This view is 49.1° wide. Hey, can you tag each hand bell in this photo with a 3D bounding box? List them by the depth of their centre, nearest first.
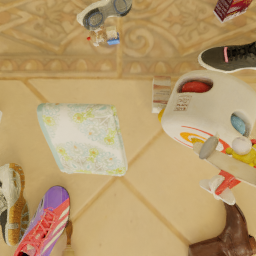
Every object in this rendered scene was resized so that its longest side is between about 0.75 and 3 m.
[{"bbox_3d":[-1.686,3.281,8.010,0.620,0.620,1.191,-1,61,0],"label":"hand bell"}]

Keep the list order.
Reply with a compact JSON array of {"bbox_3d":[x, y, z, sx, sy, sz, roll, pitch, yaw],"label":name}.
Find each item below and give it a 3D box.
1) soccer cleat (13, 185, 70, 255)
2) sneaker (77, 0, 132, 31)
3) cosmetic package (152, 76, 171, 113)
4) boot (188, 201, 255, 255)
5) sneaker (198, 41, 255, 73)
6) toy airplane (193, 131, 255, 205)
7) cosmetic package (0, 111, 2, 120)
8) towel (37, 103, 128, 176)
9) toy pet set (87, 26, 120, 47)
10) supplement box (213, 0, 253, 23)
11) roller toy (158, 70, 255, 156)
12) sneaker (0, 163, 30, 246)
[{"bbox_3d":[-2.432,2.997,7.727,0.995,1.067,2.916,20,74,6],"label":"soccer cleat"},{"bbox_3d":[-0.842,-4.311,10.043,2.300,0.857,1.002,-32,45,-22],"label":"sneaker"},{"bbox_3d":[1.101,-1.102,9.252,0.598,0.505,1.158,2,73,0],"label":"cosmetic package"},{"bbox_3d":[2.442,3.073,7.994,1.966,0.631,1.832,-22,69,0],"label":"boot"},{"bbox_3d":[3.911,-2.543,9.178,2.984,1.480,1.055,2,75,2],"label":"sneaker"},{"bbox_3d":[1.896,0.620,4.922,1.434,1.012,1.428,-2,32,11],"label":"toy airplane"},{"bbox_3d":[-5.049,0.354,7.468,1.825,2.969,2.960,8,74,-2],"label":"cosmetic package"},{"bbox_3d":[-0.738,0.226,4.880,1.333,1.558,0.375,0,40,14],"label":"towel"},{"bbox_3d":[-0.859,-3.245,9.943,1.048,0.596,1.123,-7,46,7],"label":"toy pet set"},{"bbox_3d":[3.799,-4.622,9.484,1.128,2.073,0.631,-27,75,-8],"label":"supplement box"},{"bbox_3d":[2.244,-0.306,8.004,2.651,2.418,1.852,23,75,6],"label":"roller toy"},{"bbox_3d":[-3.561,2.239,8.179,1.022,0.882,2.332,-15,68,8],"label":"sneaker"}]
